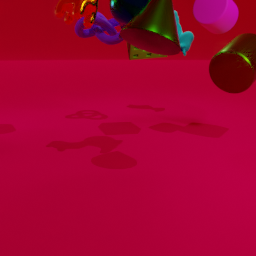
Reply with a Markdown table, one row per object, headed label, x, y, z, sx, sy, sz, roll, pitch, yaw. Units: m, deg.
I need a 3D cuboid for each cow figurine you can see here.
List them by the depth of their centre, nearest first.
| label | x | y | z | sx | sy | sz | roll | pitch | yaw |
| --- | --- | --- | --- | --- | --- | --- | --- | --- | --- |
| cow figurine | -0.708 | -2.299 | 4.838 | 1.039 | 1.022 | 0.570 | 18 | -1 | 31 |
| cow figurine | 1.504 | -3.239 | 9.751 | 1.520 | 1.496 | 0.834 | -3 | 1 | 17 |

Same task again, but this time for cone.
| label | x | y | z | sx | sy | sz | roll | pitch | yaw |
| --- | --- | --- | --- | --- | --- | --- | --- | --- | --- |
| cone | 0.482 | -1.772 | 4.313 | 0.975 | 0.979 | 0.975 | 18 | 0 | 0 |

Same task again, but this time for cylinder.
| label | x | y | z | sx | sy | sz | roll | pitch | yaw |
| --- | --- | --- | --- | --- | --- | --- | --- | --- | --- |
| cylinder | 2.031 | -2.687 | 6.484 | 0.809 | 0.809 | 0.809 | 11 | 7 | 36 |
| cylinder | 2.827 | -1.633 | 7.071 | 1.148 | 1.148 | 1.148 | 15 | 45 | 43 |

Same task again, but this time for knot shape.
| label | x | y | z | sx | sy | sz | roll | pitch | yaw |
| --- | --- | --- | --- | --- | --- | --- | --- | --- | --- |
| knot shape | -0.726 | -3.039 | 8.449 | 1.599 | 0.739 | 1.497 | 7 | 27 | -1 |

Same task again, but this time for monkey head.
| label | x | y | z | sx | sy | sz | roll | pitch | yaw |
| --- | --- | --- | --- | --- | --- | --- | --- | --- | --- |
| monkey head | 0.059 | -2.108 | 5.078 | 0.981 | 1.628 | 1.171 | 22 | 61 | 14 |

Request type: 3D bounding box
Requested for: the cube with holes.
| label | x | y | z | sx | sy | sz | roll | pitch | yaw |
| --- | --- | --- | --- | --- | --- | --- | --- | --- | --- |
| cube with holes | 0.462 | -2.342 | 6.690 | 0.963 | 0.963 | 0.963 | -6 | -20 | -5 |
